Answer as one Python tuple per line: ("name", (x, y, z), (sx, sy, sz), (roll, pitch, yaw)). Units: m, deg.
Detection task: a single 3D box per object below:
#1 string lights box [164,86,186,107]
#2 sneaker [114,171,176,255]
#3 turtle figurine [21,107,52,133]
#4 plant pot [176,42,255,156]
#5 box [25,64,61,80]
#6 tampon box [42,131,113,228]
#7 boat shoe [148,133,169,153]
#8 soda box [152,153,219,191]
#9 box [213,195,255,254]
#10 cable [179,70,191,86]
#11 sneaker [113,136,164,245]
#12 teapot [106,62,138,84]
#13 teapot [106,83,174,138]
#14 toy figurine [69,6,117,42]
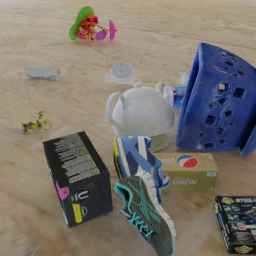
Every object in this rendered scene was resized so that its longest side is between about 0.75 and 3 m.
("string lights box", (2.411, -1.276, 11.414), (1.813, 0.535, 0.932), (2, 33, 3))
("sneaker", (0.240, 1.575, 5.044), (0.771, 0.656, 1.691), (-2, 46, -29))
("turtle figurine", (-3.186, -0.188, 9.853), (1.026, 0.410, 1.272), (-17, 48, -10))
("plant pot", (3.108, -0.878, 8.921), (2.489, 2.768, 2.768), (13, 34, 7))
("box", (-4.136, -2.739, 13.666), (1.577, 0.539, 0.648), (4, 33, 8))
("tampon box", (-1.243, 1.175, 6.847), (1.141, 1.355, 1.807), (-16, 36, -19))
("boat shoe", (0.409, 0.552, 8.688), (1.727, 0.620, 0.584), (-16, 12, -17))
("soda box", (1.169, 1.158, 7.506), (2.245, 0.719, 0.760), (1, 33, 0))
("box", (2.930, 2.139, 6.292), (1.681, 0.387, 1.336), (0, 33, 0))
("cable", (3.171, -2.274, 13.009), (1.411, 0.489, 1.411), (-7, 34, -14))
("sneaker", (0.408, 1.247, 6.331), (1.077, 0.968, 2.618), (-10, 61, -14))
("teapot", (-0.287, -2.449, 13.034), (1.113, 0.813, 1.099), (36, 71, 14))
("teapot", (0.393, -0.638, 8.952), (2.156, 1.595, 2.184), (-11, 12, -2))
("toy figurine", (-2.097, -6.509, 18.645), (2.568, 2.094, 2.790), (26, 62, 21))
